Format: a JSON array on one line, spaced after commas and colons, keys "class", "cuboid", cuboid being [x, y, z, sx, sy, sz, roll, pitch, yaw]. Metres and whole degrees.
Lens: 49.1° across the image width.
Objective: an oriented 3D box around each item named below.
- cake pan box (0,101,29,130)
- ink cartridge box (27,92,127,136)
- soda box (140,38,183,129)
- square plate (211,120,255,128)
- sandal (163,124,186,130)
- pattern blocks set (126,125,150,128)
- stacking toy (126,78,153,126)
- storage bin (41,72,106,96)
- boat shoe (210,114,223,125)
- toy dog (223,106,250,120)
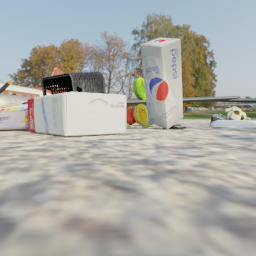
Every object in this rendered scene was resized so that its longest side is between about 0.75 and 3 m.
[{"class": "cake pan box", "cuboid": [-3.296, -0.493, 9.175, 2.118, 0.602, 2.300, 0, 15, 14]}, {"class": "ink cartridge box", "cuboid": [-1.379, -0.343, 7.251, 1.706, 0.969, 2.341, -2, 3, -37]}, {"class": "soda box", "cuboid": [1.137, -1.414, 9.036, 0.873, 2.752, 0.939, 21, 40, 41]}, {"class": "square plate", "cuboid": [4.434, -0.173, 11.431, 2.001, 0.285, 1.982, 1, 2, 15]}, {"class": "sandal", "cuboid": [1.565, -0.042, 9.534, 0.830, 0.178, 0.316, 1, 3, 28]}, {"class": "pattern blocks set", "cuboid": [0.291, -0.061, 10.752, 1.123, 0.104, 1.277, 1, 3, 20]}, {"class": "stacking toy", "cuboid": [0.521, -0.957, 11.394, 0.879, 1.884, 2.081, -11, -8, 33]}, {"class": "storage bin", "cuboid": [-2.156, -1.111, 10.972, 1.353, 1.952, 2.887, -11, 11, -37]}, {"class": "boat shoe", "cuboid": [4.322, -0.412, 13.663, 0.589, 0.545, 1.596, 2, 3, 33]}, {"class": "toy dog", "cuboid": [5.781, -0.562, 15.092, 1.314, 0.946, 1.355, 33, 20, 29]}]
